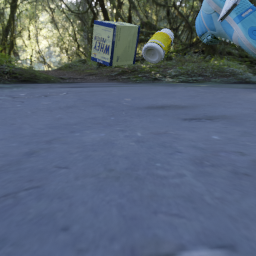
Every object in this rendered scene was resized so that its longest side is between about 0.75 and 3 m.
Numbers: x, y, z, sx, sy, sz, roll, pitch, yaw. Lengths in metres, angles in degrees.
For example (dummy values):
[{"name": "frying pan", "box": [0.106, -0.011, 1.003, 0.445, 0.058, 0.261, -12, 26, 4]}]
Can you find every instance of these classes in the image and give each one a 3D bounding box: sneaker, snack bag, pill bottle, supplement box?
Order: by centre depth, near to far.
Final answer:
[{"name": "snack bag", "box": [1.684, -2.214, 4.196, 0.113, 1.060, 1.000, 22, 9, 3]}, {"name": "sneaker", "box": [3.276, -2.986, 8.877, 1.126, 2.831, 1.848, -29, -13, -17]}, {"name": "pill bottle", "box": [1.026, -2.694, 9.106, 0.709, 0.709, 1.261, 7, 46, 31]}, {"name": "supplement box", "box": [-0.528, -3.617, 11.972, 1.131, 1.684, 1.682, 26, 30, 34]}]
